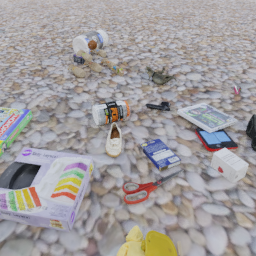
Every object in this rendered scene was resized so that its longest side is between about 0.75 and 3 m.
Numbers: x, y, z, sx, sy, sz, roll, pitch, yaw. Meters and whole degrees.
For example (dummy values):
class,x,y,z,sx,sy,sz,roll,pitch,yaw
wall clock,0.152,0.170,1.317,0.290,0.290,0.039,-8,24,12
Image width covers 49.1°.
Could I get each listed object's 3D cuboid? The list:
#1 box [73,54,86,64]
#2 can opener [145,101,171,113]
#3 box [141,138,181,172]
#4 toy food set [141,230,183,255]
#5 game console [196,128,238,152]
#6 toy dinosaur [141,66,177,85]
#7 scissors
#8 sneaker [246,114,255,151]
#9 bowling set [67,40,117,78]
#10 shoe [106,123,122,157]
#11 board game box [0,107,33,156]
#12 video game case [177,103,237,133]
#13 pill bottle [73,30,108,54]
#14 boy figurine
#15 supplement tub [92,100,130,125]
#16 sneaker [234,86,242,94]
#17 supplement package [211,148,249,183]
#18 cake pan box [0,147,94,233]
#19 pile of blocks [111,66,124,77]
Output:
class,x,y,z,sx,sy,sz,roll,pitch,yaw
box,-2.940,-4.341,17.483,0.791,0.413,0.586,21,40,28
can opener,1.369,-0.957,12.752,1.196,0.379,0.470,6,67,29
box,1.154,0.939,10.161,0.871,0.233,1.438,-16,40,-22
toy food set,0.772,3.035,6.826,1.365,0.446,0.803,32,33,-31
game console,3.423,0.389,10.964,1.242,0.218,1.405,-7,36,-10
toy dinosaur,1.769,-2.642,14.956,1.096,0.825,2.144,-29,49,-18
scissors,0.915,1.872,8.959,2.330,0.162,0.852,-10,34,-16
sneaker,5.213,0.236,10.866,0.929,0.777,2.046,12,43,0
bowling set,-2.064,-4.203,16.083,2.811,1.956,1.509,-19,38,-31
shoe,-0.547,0.431,10.681,0.608,0.464,1.740,0,35,-1
board game box,-5.407,0.120,11.160,1.993,0.431,2.961,5,35,8
video game case,3.370,-0.495,12.007,1.728,0.222,1.900,-16,37,-32
pill bottle,-2.423,-5.668,18.571,1.335,1.335,2.346,21,41,26
boy figurine,0.168,3.139,6.784,1.015,0.526,1.632,2,33,-10
supplement tub,-0.716,-0.681,11.891,1.457,0.893,0.893,-15,38,-19
sneaker,5.597,-1.947,14.203,0.337,0.284,0.770,1,30,12
supplement package,3.382,1.247,9.399,0.601,0.609,1.004,-20,40,-26
cake pan box,-2.544,1.716,8.434,2.551,0.667,2.350,8,41,10
pile of blocks,-0.544,-3.338,15.998,0.354,0.468,1.140,-27,42,-25
